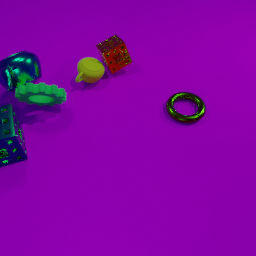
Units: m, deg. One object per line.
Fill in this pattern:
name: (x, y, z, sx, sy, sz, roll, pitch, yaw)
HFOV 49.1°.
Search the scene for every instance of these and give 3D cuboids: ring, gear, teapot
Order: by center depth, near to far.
gear: (-2.227, -0.844, 7.201, 1.223, 1.223, 0.226, -1, 79, -1)
teapot: (-2.867, -1.409, 7.427, 1.258, 0.990, 2.023, -25, 13, 11)
ring: (1.573, -0.571, 7.612, 1.084, 0.217, 1.084, 0, 52, 0)
teapot: (-1.079, -1.666, 8.210, 0.785, 0.618, 1.263, 38, 49, 12)

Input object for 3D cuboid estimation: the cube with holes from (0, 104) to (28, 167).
cube with holes: (-3.017, 0.225, 6.509, 0.979, 0.979, 0.979, -16, 54, -12)

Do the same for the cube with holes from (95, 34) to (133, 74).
cube with holes: (-0.415, -2.216, 8.370, 0.719, 0.719, 0.719, -30, 42, -3)
